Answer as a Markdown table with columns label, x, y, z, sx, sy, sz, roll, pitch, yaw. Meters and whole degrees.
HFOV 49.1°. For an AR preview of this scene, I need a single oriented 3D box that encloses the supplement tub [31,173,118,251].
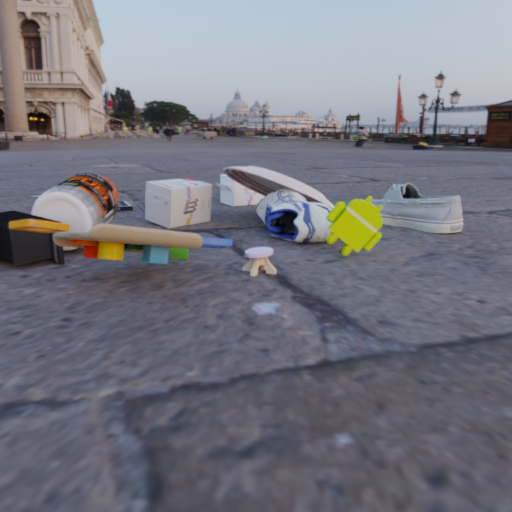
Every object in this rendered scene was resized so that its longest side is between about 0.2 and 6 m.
| label | x | y | z | sx | sy | sz | roll | pitch | yaw |
| --- | --- | --- | --- | --- | --- | --- | --- | --- | --- |
| supplement tub | -3.400 | -0.920 | 10.820 | 1.181 | 1.181 | 1.927 | 1 | 20 | 3 |

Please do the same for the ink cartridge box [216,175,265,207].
| label | x | y | z | sx | sy | sz | roll | pitch | yaw |
| --- | --- | --- | --- | --- | --- | --- | --- | --- | --- |
| ink cartridge box | -0.424 | -1.939 | 16.338 | 1.360 | 0.852 | 0.874 | -8 | 16 | -29 |

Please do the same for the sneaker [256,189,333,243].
| label | x | y | z | sx | sy | sz | roll | pitch | yaw |
| --- | --- | --- | --- | --- | --- | --- | --- | --- | --- |
| sneaker | 0.563 | -0.860 | 11.698 | 1.112 | 0.949 | 2.522 | -8 | 15 | -31 |

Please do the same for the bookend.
| label | x | y | z | sx | sy | sz | roll | pitch | yaw |
| --- | --- | --- | --- | --- | --- | --- | --- | --- | --- |
| bookend | -4.372 | -0.190 | 9.322 | 1.643 | 0.757 | 1.633 | 12 | 20 | 38 |

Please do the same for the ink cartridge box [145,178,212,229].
| label | x | y | z | sx | sy | sz | roll | pitch | yaw |
| --- | --- | --- | --- | --- | --- | --- | --- | --- | --- |
| ink cartridge box | -1.844 | -1.269 | 13.229 | 0.949 | 0.945 | 1.306 | 20 | 22 | 39 |

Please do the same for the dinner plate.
| label | x | y | z | sx | sy | sz | roll | pitch | yaw |
| --- | --- | --- | --- | --- | --- | --- | --- | --- | --- |
| dinner plate | 0.645 | -1.581 | 13.302 | 3.015 | 0.365 | 3.015 | 21 | 0 | 0 |

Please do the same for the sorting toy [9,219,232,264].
| label | x | y | z | sx | sy | sz | roll | pitch | yaw |
| --- | --- | --- | --- | --- | --- | --- | --- | --- | --- |
| sorting toy | -1.931 | -0.118 | 8.222 | 3.211 | 0.437 | 1.808 | 5 | -6 | -35 |

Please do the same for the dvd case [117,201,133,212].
| label | x | y | z | sx | sy | sz | roll | pitch | yaw |
| --- | --- | --- | --- | --- | --- | --- | --- | --- | --- |
| dvd case | -4.132 | -1.327 | 15.293 | 1.338 | 0.166 | 1.006 | -6 | 15 | -22 |

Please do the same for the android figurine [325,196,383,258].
| label | x | y | z | sx | sy | sz | roll | pitch | yaw |
| --- | --- | --- | --- | --- | --- | --- | --- | --- | --- |
| android figurine | 1.738 | -0.535 | 9.796 | 1.009 | 1.108 | 0.228 | 36 | 13 | -9 |

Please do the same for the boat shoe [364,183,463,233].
| label | x | y | z | sx | sy | sz | roll | pitch | yaw |
| --- | --- | --- | --- | --- | --- | --- | --- | --- | --- |
| boat shoe | 3.522 | -1.194 | 12.948 | 0.974 | 0.994 | 2.792 | -10 | 17 | -37 |

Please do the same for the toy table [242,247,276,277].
| label | x | y | z | sx | sy | sz | roll | pitch | yaw |
| --- | --- | --- | --- | --- | --- | --- | --- | --- | --- |
| toy table | 0.042 | 0.090 | 8.983 | 0.583 | 0.371 | 0.634 | 9 | 16 | 34 |
